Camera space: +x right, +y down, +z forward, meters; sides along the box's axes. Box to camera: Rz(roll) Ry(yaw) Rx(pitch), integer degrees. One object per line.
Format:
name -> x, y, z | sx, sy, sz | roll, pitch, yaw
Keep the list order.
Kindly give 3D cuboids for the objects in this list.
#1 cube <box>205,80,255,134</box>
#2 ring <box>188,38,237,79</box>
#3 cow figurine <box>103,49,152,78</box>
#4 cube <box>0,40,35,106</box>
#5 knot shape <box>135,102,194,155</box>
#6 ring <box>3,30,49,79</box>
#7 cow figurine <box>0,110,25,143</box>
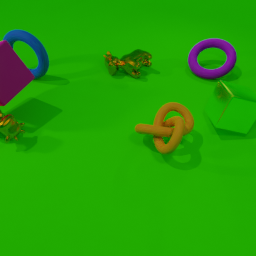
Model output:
cube -> 2.697, -0.546, 7.206 | 0.929, 0.929, 0.929 | 11, 32, -13
ring -> 2.806, -2.332, 9.378 | 1.576, 0.315, 1.576 | -6, 66, 13
cow figurine -> -0.051, -2.235, 9.366 | 1.363, 0.760, 1.385 | 34, 63, 24
cube -> -3.421, -1.371, 7.212 | 1.169, 1.169, 1.169 | 5, 49, 42
knot shape -> 0.932, 0.042, 6.627 | 1.443, 0.667, 1.350 | -22, 31, 4
ring -> -3.209, -2.270, 8.778 | 1.615, 1.615, 0.323 | 14, 42, 14
cow figurine -> -3.223, -0.086, 7.054 | 1.214, 1.233, 0.677 | 41, 60, -12
